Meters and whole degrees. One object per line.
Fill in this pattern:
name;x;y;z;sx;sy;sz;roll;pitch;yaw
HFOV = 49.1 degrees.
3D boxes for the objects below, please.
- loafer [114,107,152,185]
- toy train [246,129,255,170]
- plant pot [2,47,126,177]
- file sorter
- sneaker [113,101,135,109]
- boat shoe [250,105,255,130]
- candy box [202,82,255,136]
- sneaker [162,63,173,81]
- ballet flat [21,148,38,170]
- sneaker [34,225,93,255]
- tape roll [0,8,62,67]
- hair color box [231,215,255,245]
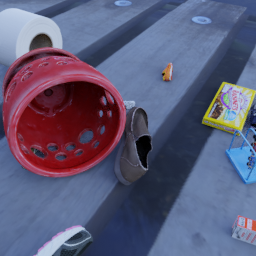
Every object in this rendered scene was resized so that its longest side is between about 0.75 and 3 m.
loafer;0.346;0.385;7.955;0.939;0.966;2.644;-22;42;31
toy train;3.516;0.575;7.723;0.201;0.270;1.181;18;82;-12
plant pot;-1.929;-0.566;7.797;2.993;2.993;2.725;-19;37;-20
file sorter;3.877;0.630;7.771;1.744;1.070;1.210;-8;43;-8
sneaker;-0.183;-0.897;9.987;0.821;0.309;0.472;-15;47;-11
boat shoe;4.833;-0.118;8.994;1.832;0.684;0.849;15;57;19
candy box;3.598;-0.757;9.829;1.262;0.326;2.468;22;47;19
sneaker;1.620;-2.342;11.506;0.447;0.423;1.159;1;39;14
ballet flat;-2.909;0.616;8.248;0.463;0.463;1.288;-4;43;-5
sneaker;-1.581;3.217;5.149;1.239;1.153;2.869;37;58;14
tape roll;-4.019;-3.362;11.157;1.637;2.384;2.384;25;48;24
hair color box;2.884;2.362;6.272;0.965;0.535;0.309;14;44;15
